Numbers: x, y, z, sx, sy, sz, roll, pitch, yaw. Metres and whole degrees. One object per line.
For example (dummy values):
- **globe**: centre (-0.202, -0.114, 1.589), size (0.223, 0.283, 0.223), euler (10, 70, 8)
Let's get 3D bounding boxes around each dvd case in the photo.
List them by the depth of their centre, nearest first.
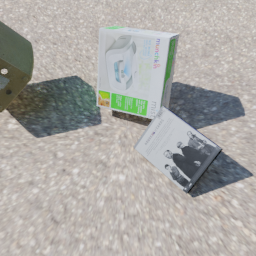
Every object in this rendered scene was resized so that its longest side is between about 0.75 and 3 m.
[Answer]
- **dvd case**: centre (1.228, 0.528, 7.306), size (1.915, 0.237, 1.439), euler (40, 103, 26)

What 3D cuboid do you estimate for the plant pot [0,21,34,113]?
- **plant pot**: centre (-4.061, -1.768, 8.044), size (2.240, 2.237, 1.983), euler (-44, 52, 11)

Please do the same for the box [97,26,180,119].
- **box**: centre (0.260, -1.648, 8.226), size (2.057, 2.331, 1.127), euler (15, 28, 19)
